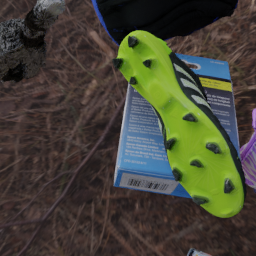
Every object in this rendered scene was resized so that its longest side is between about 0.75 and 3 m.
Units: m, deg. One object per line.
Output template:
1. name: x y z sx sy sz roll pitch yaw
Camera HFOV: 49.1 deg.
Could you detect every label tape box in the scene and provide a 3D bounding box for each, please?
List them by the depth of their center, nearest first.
1. label tape box: 0.859 -0.157 5.006 1.879 0.867 2.622 9 55 -2

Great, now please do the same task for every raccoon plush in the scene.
1. raccoon plush: -2.300 -2.129 5.822 2.461 1.191 1.649 -38 72 18

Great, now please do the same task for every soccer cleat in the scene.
1. soccer cleat: 0.835 -0.199 3.889 1.139 0.949 2.811 -13 69 -46

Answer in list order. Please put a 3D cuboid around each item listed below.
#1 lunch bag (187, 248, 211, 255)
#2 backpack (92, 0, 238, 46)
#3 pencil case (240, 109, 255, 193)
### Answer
1. lunch bag: 1.331 2.826 5.038 0.799 1.256 1.065 21 76 6
2. backpack: 0.554 -2.974 5.764 2.687 2.184 2.255 -26 45 5
3. pencil case: 2.289 0.303 4.413 1.052 2.462 1.033 8 69 15
